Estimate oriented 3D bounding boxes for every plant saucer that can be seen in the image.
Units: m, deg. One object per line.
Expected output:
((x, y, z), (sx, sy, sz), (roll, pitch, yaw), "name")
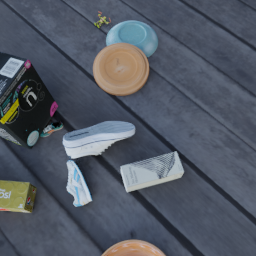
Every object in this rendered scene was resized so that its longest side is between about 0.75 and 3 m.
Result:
((0.186, 5.070, 8.971), (2.759, 0.516, 2.759), (0, 64, 0), "plant saucer")
((0.204, -4.336, 13.358), (2.527, 0.486, 2.527), (0, 65, -1), "plant saucer")
((-0.307, -2.658, 12.378), (2.498, 0.403, 2.498), (0, 75, 0), "plant saucer")

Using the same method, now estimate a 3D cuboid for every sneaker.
((-1.951, 1.993, 10.317), (0.717, 0.679, 1.774), (-24, 66, -9), "sneaker")
((-3.153, 0.002, 11.373), (1.029, 0.411, 0.367), (-29, 68, -12), "sneaker")
((-1.078, 0.459, 10.871), (2.821, 0.999, 1.030), (-11, 34, -14), "sneaker")

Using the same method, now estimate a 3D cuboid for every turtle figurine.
((-1.339, -5.342, 13.927), (0.874, 0.282, 0.705), (44, 80, 8), "turtle figurine")

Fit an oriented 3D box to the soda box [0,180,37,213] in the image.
((-4.834, 2.386, 9.992), (2.837, 0.908, 0.961), (4, 66, 1), "soda box")

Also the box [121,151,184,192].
((0.880, 1.631, 10.432), (2.193, 0.750, 0.901), (-15, 66, -7), "box")

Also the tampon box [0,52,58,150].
((-4.314, -0.974, 10.314), (1.859, 2.945, 2.207), (18, 66, 18), "tampon box")
